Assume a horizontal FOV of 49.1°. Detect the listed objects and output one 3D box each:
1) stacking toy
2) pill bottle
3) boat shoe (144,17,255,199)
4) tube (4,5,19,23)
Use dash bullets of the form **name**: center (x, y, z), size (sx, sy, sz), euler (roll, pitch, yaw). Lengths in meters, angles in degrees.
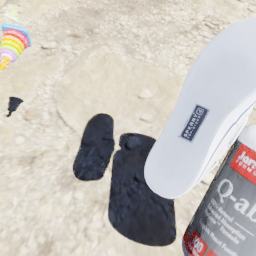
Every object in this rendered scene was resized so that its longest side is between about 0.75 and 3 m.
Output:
- **stacking toy**: center (-1.970, -1.279, 4.678), size (0.474, 0.448, 0.817), euler (11, 63, -3)
- **pill bottle**: center (1.854, 0.843, 3.575), size (1.476, 2.547, 1.476), euler (22, 12, -5)
- **boat shoe**: center (1.036, -0.209, 3.514), size (0.881, 0.782, 2.394), euler (38, 96, 26)
- **tube**: center (-3.749, -3.686, 9.080), size (0.353, 0.315, 1.215), euler (-16, 38, -9)
